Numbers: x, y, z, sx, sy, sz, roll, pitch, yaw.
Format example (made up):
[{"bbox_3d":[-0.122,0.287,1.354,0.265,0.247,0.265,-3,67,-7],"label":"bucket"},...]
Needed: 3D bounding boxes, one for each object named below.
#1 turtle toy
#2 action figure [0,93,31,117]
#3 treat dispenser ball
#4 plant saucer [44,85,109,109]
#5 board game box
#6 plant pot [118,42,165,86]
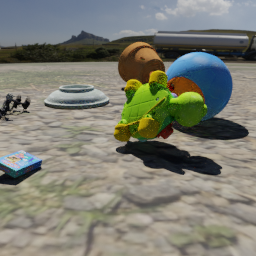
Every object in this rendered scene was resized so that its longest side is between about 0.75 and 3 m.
[{"bbox_3d":[0.775,-0.408,7.141,1.238,1.785,2.449,30,-26,-36],"label":"turtle toy"},{"bbox_3d":[-4.700,-0.960,10.583,1.128,0.968,1.897,19,21,22],"label":"action figure"},{"bbox_3d":[2.392,-1.421,9.766,2.363,2.363,2.363,0,16,0],"label":"treat dispenser ball"},{"bbox_3d":[-2.347,-1.541,12.927,2.975,0.747,2.975,0,17,0],"label":"plant saucer"},{"bbox_3d":[-2.263,0.726,5.788,0.587,0.174,0.772,22,17,18],"label":"board game box"},{"bbox_3d":[1.021,-3.686,17.350,2.759,2.759,1.931,-9,34,-28],"label":"plant pot"}]
